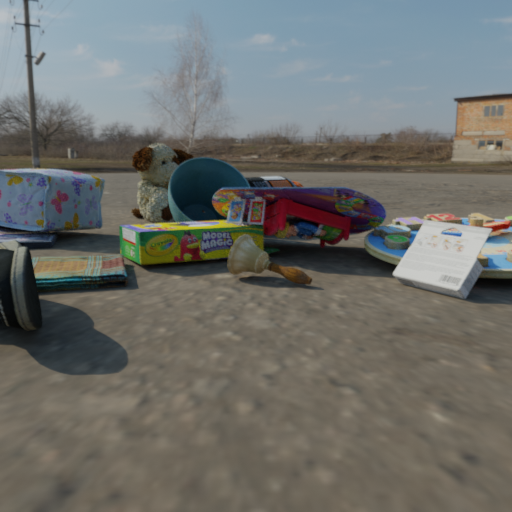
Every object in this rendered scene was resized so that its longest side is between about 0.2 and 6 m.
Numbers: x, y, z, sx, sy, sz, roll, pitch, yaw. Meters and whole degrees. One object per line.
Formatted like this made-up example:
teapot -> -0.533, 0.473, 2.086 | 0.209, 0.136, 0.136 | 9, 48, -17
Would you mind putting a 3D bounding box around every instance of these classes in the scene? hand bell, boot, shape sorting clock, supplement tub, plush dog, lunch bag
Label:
hand bell -> 0.256, 0.168, 7.926 | 1.195, 0.622, 0.622 | 21, 20, 28
boot -> -3.272, 0.396, 5.820 | 1.812, 0.866, 2.400 | -10, 13, -26
shape sorting clock -> 3.615, -0.265, 9.224 | 3.613, 0.709, 3.613 | -3, 11, 1
supplement tub -> 0.158, -1.240, 13.242 | 2.059, 1.262, 1.262 | -7, 13, -38
plush dog -> -2.565, -1.997, 15.090 | 1.917, 2.052, 2.389 | 6, 12, 28
lunch bag -> -4.777, -1.190, 12.135 | 2.291, 1.456, 1.943 | 10, 8, 20

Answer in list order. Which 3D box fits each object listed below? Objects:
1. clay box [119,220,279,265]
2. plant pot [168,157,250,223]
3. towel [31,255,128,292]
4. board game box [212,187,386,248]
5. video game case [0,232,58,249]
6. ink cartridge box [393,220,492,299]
clay box -> -0.989, -0.290, 9.845 | 2.517, 0.599, 1.446 | -6, 9, -26
plant pot -> -1.078, -1.025, 11.825 | 1.741, 1.741, 1.172 | -5, -27, -23
towel -> -3.137, 0.222, 8.163 | 2.414, 0.262, 1.770 | -3, 12, -15
board game box -> 0.728, -0.506, 9.992 | 3.085, 0.601, 2.437 | 2, -14, 18
video game case -> -4.964, -0.290, 11.133 | 1.825, 0.173, 1.304 | -4, 11, -14
ink cartridge box -> 2.531, 0.023, 7.551 | 0.246, 0.969, 1.100 | 43, -15, -33
